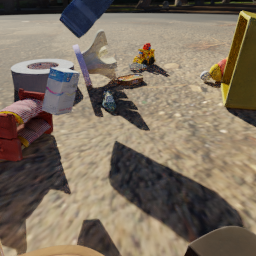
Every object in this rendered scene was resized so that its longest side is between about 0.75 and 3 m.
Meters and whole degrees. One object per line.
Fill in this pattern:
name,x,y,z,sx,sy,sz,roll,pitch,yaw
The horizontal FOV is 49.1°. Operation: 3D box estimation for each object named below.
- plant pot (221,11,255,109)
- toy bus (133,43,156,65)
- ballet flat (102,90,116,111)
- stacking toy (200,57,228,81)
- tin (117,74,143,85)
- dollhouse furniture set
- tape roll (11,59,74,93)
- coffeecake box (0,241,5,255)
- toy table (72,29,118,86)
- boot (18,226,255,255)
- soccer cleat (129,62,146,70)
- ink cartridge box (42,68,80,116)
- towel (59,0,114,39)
plant pot,4.755,-2.081,9.014,2.759,2.680,2.698,12,28,9
toy bus,0.802,-3.605,13.663,1.091,1.047,0.740,-21,35,-34
ballet flat,-0.643,-0.936,9.017,0.433,0.433,1.165,-6,27,-13
stacking toy,3.703,-2.250,11.209,1.615,1.180,1.180,-16,26,4
tin,0.093,-1.946,11.244,1.179,0.247,0.660,-18,28,-32
dollhouse furniture set,-3.418,-0.218,6.719,2.813,1.144,1.514,6,27,13
tape roll,-3.235,-2.045,10.819,2.335,0.771,2.335,-1,26,0
coffeecake box,-1.933,1.786,2.676,1.511,1.160,0.552,-10,28,-20
toy table,-1.276,-2.609,10.890,1.317,2.067,2.248,-20,50,-6
boot,-0.071,1.734,1.902,2.666,1.949,0.936,-5,27,-20
soccer cleat,0.458,-2.905,13.034,0.870,0.337,0.301,-8,28,-17
ink cartridge box,-1.350,-0.743,5.675,0.372,0.879,0.636,19,15,14
towel,-1.351,-3.900,9.156,1.797,1.003,0.436,-45,40,7
